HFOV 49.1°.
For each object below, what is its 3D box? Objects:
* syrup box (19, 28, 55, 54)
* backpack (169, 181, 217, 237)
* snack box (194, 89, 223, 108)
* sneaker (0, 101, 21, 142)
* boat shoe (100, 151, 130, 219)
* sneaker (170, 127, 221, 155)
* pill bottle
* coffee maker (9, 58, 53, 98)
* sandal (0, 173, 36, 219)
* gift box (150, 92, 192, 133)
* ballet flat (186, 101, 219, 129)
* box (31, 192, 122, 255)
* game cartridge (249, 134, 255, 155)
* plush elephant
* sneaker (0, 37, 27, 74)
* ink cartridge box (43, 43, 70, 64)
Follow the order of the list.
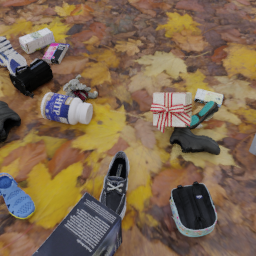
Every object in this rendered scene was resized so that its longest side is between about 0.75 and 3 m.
[{"bbox_3d":[-4.283,-4.133,13.248,1.486,0.605,0.585,-33,58,-24],"label":"syrup box"},{"bbox_3d":[1.786,2.299,7.693,1.153,0.978,1.299,-9,45,-6],"label":"backpack"},{"bbox_3d":[3.201,-1.188,11.088,1.031,0.191,0.599,17,52,13],"label":"snack box"},{"bbox_3d":[-4.837,0.188,9.488,1.226,1.026,2.702,31,59,14],"label":"sneaker"},{"bbox_3d":[-0.360,1.724,8.302,0.824,0.779,2.298,9,51,7],"label":"boat shoe"},{"bbox_3d":[2.215,0.578,9.438,1.759,0.668,0.798,23,63,26],"label":"sneaker"},{"bbox_3d":[-2.175,-0.663,10.133,1.658,0.992,0.992,11,51,9],"label":"pill bottle"},{"bbox_3d":[-3.790,-2.004,11.406,1.400,0.981,1.457,46,62,2],"label":"coffee maker"},{"bbox_3d":[-3.376,1.929,8.164,1.755,0.764,0.697,35,57,23],"label":"sandal"},{"bbox_3d":[1.539,-0.548,9.404,1.259,1.364,1.274,-2,5,24],"label":"gift box"},{"bbox_3d":[2.599,-0.319,10.013,1.556,0.532,0.529,-38,33,17],"label":"ballet flat"},{"bbox_3d":[-1.074,2.889,6.657,1.140,1.851,1.836,29,57,22],"label":"box"},{"bbox_3d":[4.793,-0.390,9.151,0.569,1.825,2.741,23,50,30],"label":"game cartridge"},{"bbox_3d":[-1.900,-1.446,10.764,1.316,1.019,1.084,21,54,17],"label":"plush elephant"},{"bbox_3d":[-5.033,-2.886,12.140,0.788,1.126,1.950,-34,88,-23],"label":"sneaker"},{"bbox_3d":[-3.311,-3.558,13.010,0.752,0.295,1.589,8,49,6],"label":"ink cartridge box"}]
